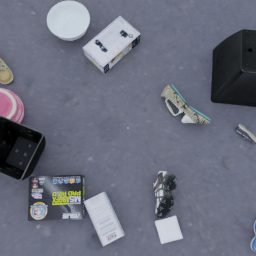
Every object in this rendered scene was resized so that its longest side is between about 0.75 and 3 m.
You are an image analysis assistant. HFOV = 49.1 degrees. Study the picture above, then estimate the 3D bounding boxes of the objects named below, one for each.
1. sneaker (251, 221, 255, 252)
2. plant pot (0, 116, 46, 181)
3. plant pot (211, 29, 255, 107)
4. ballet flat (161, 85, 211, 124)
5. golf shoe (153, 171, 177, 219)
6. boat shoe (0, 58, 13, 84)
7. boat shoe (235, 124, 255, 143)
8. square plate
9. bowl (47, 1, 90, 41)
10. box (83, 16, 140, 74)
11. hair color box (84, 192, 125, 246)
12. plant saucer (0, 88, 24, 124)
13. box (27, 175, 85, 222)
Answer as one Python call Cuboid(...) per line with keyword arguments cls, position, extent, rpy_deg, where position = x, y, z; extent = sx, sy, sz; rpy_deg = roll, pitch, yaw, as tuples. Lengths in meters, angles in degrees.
Cuboid(cls="sneaker", position=(4.813, 3.822, 10.031), extent=(0.507, 0.575, 1.291), rpy_deg=(16, 76, 4))
Cuboid(cls="plant pot", position=(-4.024, 0.848, 10.272), extent=(1.787, 1.585, 1.783), rpy_deg=(22, 77, 6))
Cuboid(cls="plant pot", position=(4.797, -2.377, 10.770), extent=(2.511, 2.227, 2.505), rpy_deg=(7, 76, 1))
Cuboid(cls="ballet flat", position=(2.209, -0.746, 11.198), extent=(2.278, 0.773, 0.858), rpy_deg=(45, 103, 15))
Cuboid(cls="golf shoe", position=(1.283, 2.449, 10.406), extent=(0.687, 0.835, 1.768), rpy_deg=(9, 98, -33))
Cuboid(cls="boat shoe", position=(-5.571, -2.682, 11.638), extent=(0.749, 0.646, 2.052), rpy_deg=(-36, 80, -9))
Cuboid(cls="boat shoe", position=(4.706, 0.280, 11.136), extent=(0.990, 0.360, 0.310), rpy_deg=(44, 122, 5))
Cuboid(cls="square plate", position=(1.486, 3.707, 10.223), extent=(0.813, 0.117, 0.821), rpy_deg=(-18, 78, 9))
Cuboid(cls="bowl", position=(-2.487, -4.437, 12.015), extent=(1.801, 0.809, 1.801), rpy_deg=(0, 75, -1))
Cuboid(cls="box", position=(-0.677, -3.521, 11.859), extent=(1.276, 0.658, 2.187), rpy_deg=(43, 79, 10))
Cuboid(cls="hair color box", position=(-0.864, 3.277, 10.199), extent=(0.838, 0.513, 1.692), rpy_deg=(-26, 76, -6))
Cuboid(cls="plant saucer", position=(-5.171, -0.731, 10.862), extent=(2.140, 0.542, 2.140), rpy_deg=(7, 62, -14))
Cuboid(cls="box", position=(-2.637, 2.589, 10.405), extent=(2.026, 0.449, 1.623), rpy_deg=(-2, 76, 0))
